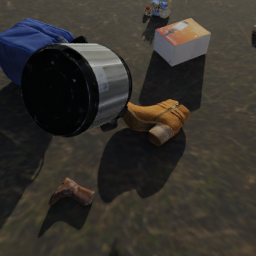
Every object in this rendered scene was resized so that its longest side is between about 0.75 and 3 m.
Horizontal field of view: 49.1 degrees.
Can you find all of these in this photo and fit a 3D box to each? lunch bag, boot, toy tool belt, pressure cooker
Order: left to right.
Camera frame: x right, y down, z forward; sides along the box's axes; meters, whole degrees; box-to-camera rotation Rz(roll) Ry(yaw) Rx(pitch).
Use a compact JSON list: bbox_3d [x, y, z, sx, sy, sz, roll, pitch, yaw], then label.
[{"bbox_3d":[-2.865,-2.436,9.425,2.736,1.859,1.810,25,55,19],"label":"lunch bag"},{"bbox_3d":[-1.394,1.780,7.060,0.941,0.302,0.877,27,58,15],"label":"boot"},{"bbox_3d":[-0.920,-0.864,6.064,1.887,1.858,2.113,29,27,18],"label":"pressure cooker"},{"bbox_3d":[0.784,-0.523,8.585,2.014,0.772,1.563,36,59,25],"label":"boot"},{"bbox_3d":[1.351,-5.504,12.633,1.215,0.746,0.758,13,52,11],"label":"toy tool belt"}]

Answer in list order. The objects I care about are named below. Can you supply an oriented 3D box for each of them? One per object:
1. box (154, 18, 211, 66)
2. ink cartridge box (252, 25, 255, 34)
[{"bbox_3d":[2.048,-3.318,10.764,1.697,0.903,1.292,-24,55,-18],"label":"box"},{"bbox_3d":[5.800,-4.144,11.806,0.855,0.321,0.705,-27,55,-20],"label":"ink cartridge box"}]
